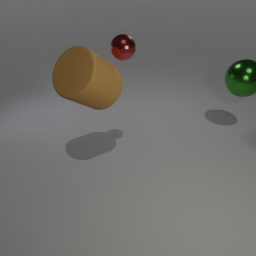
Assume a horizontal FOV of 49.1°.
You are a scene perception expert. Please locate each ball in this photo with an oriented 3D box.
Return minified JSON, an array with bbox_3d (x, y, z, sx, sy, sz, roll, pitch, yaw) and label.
[{"bbox_3d":[4.351,-1.855,10.465,1.400,1.400,1.400,0,30,0],"label":"ball"},{"bbox_3d":[-0.133,-2.189,7.610,0.700,0.700,0.700,0,30,0],"label":"ball"}]

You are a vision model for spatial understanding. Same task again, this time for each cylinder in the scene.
[{"bbox_3d":[-1.071,-1.311,7.639,1.400,1.400,1.400,19,1,30],"label":"cylinder"}]
